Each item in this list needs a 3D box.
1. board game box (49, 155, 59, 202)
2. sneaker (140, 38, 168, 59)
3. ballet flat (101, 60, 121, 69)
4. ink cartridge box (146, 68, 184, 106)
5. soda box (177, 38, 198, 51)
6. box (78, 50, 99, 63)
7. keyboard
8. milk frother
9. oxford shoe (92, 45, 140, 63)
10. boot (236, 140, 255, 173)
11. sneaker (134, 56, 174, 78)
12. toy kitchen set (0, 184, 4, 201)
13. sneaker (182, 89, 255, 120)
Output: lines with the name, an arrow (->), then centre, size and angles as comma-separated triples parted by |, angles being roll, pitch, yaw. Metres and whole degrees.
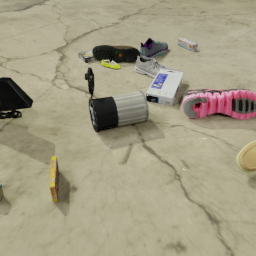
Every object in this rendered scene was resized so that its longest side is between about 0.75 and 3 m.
board game box -> -1.815, 1.212, 6.929 | 0.168, 0.535, 1.120 | -6, 38, -10
sneaker -> 1.297, -3.931, 13.352 | 0.756, 0.890, 2.033 | 26, 45, 29
ballet flat -> -0.764, -2.839, 12.406 | 0.928, 0.311, 0.310 | 16, 40, 19
ink cartridge box -> 1.445, -1.616, 10.697 | 1.009, 0.398, 2.030 | 13, 43, 17
soda box -> 3.015, -4.248, 14.217 | 0.369, 0.343, 1.080 | -22, 44, -27
box -> -1.750, -3.408, 13.209 | 0.961, 0.232, 0.761 | -21, 43, -26
keyboard -> -4.071, -0.845, 8.723 | 2.614, 1.570, 0.335 | -4, 46, 30
milk frother -> -0.412, -0.997, 8.805 | 1.691, 1.798, 1.622 | -12, 35, -16
oxford shoe -> -0.557, -3.452, 12.948 | 2.174, 0.790, 0.918 | 5, 26, -4
boot -> 3.748, 0.436, 6.681 | 2.013, 1.564, 0.733 | -20, 80, -10
sneaker -> 1.067, -2.539, 11.670 | 1.765, 0.723, 0.659 | 16, 40, 20
toy kitchen set -> -3.591, 1.681, 6.102 | 1.089, 0.801, 1.360 | 5, 38, 7
sneaker -> 3.148, -0.968, 9.531 | 2.715, 1.073, 1.295 | 2, 26, 1
